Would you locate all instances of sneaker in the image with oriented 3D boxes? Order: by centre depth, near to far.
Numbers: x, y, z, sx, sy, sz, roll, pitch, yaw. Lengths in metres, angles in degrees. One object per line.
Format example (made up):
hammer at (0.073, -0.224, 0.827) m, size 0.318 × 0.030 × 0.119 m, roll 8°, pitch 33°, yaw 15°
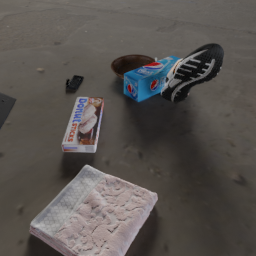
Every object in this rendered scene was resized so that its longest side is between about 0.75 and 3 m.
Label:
sneaker at (1.885, -1.873, 8.714) m, size 1.096 × 2.973 × 1.189 m, roll 20°, pitch 70°, yaw -13°

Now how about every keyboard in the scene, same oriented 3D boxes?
keyboard at (-2.161, -1.820, 11.019) m, size 0.625 × 0.134 × 1.041 m, roll 5°, pitch 36°, yaw 7°

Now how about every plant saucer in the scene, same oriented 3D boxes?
plant saucer at (0.258, -2.469, 11.617) m, size 1.946 × 0.356 × 1.946 m, roll -1°, pitch 42°, yaw 1°

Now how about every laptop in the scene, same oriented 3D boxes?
laptop at (-5.176, -0.452, 9.196) m, size 2.154 × 1.248 × 2.016 m, roll -25°, pitch 33°, yaw 15°

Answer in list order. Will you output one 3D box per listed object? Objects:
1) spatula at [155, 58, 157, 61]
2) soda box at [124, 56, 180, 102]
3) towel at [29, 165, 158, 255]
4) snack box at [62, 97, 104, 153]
spatula at (0.900, -2.883, 12.469) m, size 0.980 × 0.113 × 1.410 m, roll 1°, pitch 37°, yaw 3°
soda box at (1.059, -1.899, 10.494) m, size 2.546 × 0.863 × 0.817 m, roll -27°, pitch 45°, yaw -31°
towel at (-0.677, 1.793, 5.971) m, size 2.007 × 0.339 × 2.101 m, roll 19°, pitch 41°, yaw 23°
snack box at (-1.320, -0.187, 8.650) m, size 0.916 × 0.310 × 2.548 m, roll 1°, pitch 37°, yaw 1°
